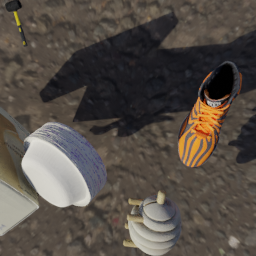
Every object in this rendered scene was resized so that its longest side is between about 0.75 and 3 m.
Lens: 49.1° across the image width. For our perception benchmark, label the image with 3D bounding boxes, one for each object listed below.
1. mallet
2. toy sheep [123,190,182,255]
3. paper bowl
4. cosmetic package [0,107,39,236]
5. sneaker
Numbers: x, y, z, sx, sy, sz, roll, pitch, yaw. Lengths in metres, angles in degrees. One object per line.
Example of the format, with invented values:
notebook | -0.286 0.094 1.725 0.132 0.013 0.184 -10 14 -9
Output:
mallet | -2.291 -2.140 5.774 0.302 0.188 0.916 -4 104 9
toy sheep | 0.562 2.064 6.090 1.270 1.270 1.843 7 126 1
paper bowl | -1.300 0.791 5.269 1.680 1.680 0.874 42 53 3
cosmetic package | -2.912 0.703 6.158 1.012 2.848 1.498 -37 128 1
sneaker | 1.604 -0.286 5.797 0.930 1.342 2.396 20 94 16
